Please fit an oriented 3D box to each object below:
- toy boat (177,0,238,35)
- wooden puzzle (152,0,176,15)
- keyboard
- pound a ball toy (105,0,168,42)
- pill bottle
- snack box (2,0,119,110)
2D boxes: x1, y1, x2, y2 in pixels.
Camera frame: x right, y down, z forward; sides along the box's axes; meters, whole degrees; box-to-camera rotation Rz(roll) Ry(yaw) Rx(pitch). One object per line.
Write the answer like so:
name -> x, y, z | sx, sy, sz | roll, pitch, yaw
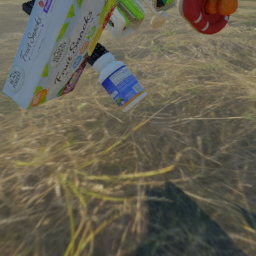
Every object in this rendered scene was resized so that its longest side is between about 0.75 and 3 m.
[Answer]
toy boat -> 1.838, -2.622, 5.978 | 1.027, 1.026, 1.572 | 25, 8, 37
wooden puzzle -> 1.267, -4.682, 9.294 | 0.289, 1.553, 1.437 | 24, 47, 31
keyboard -> -1.638, -2.892, 8.221 | 2.578, 0.331, 1.548 | 39, 33, -9
pound a ball toy -> -0.276, -3.717, 8.529 | 1.672, 1.090, 2.565 | -37, 83, -33
pill bottle -> -0.183, -0.905, 5.485 | 1.096, 0.614, 0.614 | 51, 42, -1
snack box -> -1.388, -1.915, 6.118 | 0.752, 2.838, 2.018 | 36, 27, 6
